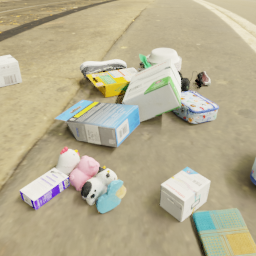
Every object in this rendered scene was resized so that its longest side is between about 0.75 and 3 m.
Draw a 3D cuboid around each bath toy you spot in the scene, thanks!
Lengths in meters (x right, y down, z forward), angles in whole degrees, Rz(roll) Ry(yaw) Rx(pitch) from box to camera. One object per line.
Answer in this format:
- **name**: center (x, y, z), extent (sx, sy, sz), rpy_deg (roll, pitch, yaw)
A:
- **bath toy**: center (-1.183, 1.295, 8.085), extent (1.103, 0.937, 2.536), rpy_deg (-27, 40, -36)

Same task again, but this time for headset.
- **headset**: center (2.510, -2.081, 13.734), extent (2.525, 1.187, 1.559), rpy_deg (-23, 38, -7)

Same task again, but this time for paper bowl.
- **paper bowl**: center (2.054, -3.951, 16.251), extent (2.078, 1.081, 2.078), rpy_deg (-1, 32, 1)

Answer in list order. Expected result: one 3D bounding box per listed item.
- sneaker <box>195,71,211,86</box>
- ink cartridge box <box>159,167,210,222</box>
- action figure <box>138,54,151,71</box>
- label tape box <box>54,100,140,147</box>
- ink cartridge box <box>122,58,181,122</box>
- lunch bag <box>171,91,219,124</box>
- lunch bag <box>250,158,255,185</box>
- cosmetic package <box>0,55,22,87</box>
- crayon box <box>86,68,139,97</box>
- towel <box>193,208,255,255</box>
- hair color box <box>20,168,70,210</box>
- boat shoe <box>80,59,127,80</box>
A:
- **sneaker**: center (3.817, -2.612, 14.703), extent (0.729, 0.477, 1.261), rpy_deg (-5, 33, -3)
- **ink cartridge box**: center (1.500, 1.746, 7.478), extent (1.091, 0.797, 0.800), rpy_deg (-25, 40, -33)
- **action figure**: center (1.050, -2.897, 14.335), extent (1.532, 0.709, 2.593), rpy_deg (42, 17, -18)
- **label tape box**: center (-1.106, -0.247, 10.503), extent (2.581, 0.817, 1.861), rpy_deg (8, 31, 27)
- **ink cartridge box**: center (1.097, -1.627, 11.777), extent (2.056, 1.165, 2.805), rpy_deg (-21, 26, 23)
- **lunch bag**: center (2.750, -0.950, 11.833), extent (1.579, 0.744, 1.970), rpy_deg (-13, 35, -22)
- **lunch bag**: center (5.120, 1.281, 7.851), extent (2.871, 1.184, 2.308), rpy_deg (24, 38, 32)
- **cosmetic package**: center (-6.416, -3.007, 14.652), extent (1.164, 1.165, 1.412), rpy_deg (-21, 38, -30)
- **crayon box**: center (-0.584, -2.273, 13.950), extent (2.615, 0.674, 1.644), rpy_deg (-13, 35, -20)
- **towel**: center (2.340, 2.660, 6.638), extent (1.261, 0.187, 1.720), rpy_deg (-3, 34, -4)
- **hair color box**: center (-2.334, 1.696, 7.952), extent (0.666, 0.395, 1.219), rpy_deg (23, 41, 33)
- **boat shoe**: center (-1.166, -3.011, 14.971), extent (2.792, 1.002, 0.947), rpy_deg (-10, 64, -37)
